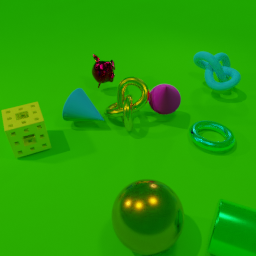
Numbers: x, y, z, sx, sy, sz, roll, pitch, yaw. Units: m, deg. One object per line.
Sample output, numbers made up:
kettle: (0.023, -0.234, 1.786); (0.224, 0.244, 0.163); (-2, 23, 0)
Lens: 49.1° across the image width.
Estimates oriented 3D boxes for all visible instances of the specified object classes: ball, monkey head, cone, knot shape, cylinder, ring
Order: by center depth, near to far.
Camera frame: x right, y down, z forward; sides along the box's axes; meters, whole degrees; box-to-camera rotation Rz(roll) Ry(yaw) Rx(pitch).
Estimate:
cylinder: (1.814, 1.701, 4.495); (0.895, 0.895, 0.895); (15, 41, 18)
ball: (0.322, 1.442, 4.609); (1.190, 1.190, 1.190); (0, 39, 0)
ring: (2.055, 0.175, 6.865); (1.123, 0.225, 1.123); (4, 35, -3)
cone: (0.920, -0.857, 6.890); (0.850, 0.853, 0.850); (-1, 75, 4)
cone: (-1.008, -0.398, 7.152); (0.938, 0.935, 0.935); (27, 45, 12)
knot shape: (0.008, -0.687, 7.222); (0.639, 1.295, 1.384); (23, 13, -32)
knot shape: (2.737, -1.667, 8.401); (1.532, 0.708, 1.434); (12, 45, -29)
monkey head: (-0.730, -1.756, 8.431); (0.679, 1.127, 0.811); (1, 41, 7)

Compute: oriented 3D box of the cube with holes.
cube with holes: (-2.363, 0.033, 6.545); (0.827, 0.827, 0.827); (-17, 42, -17)
